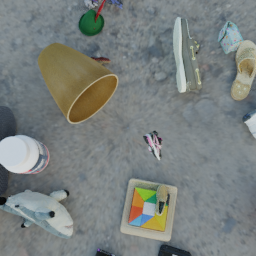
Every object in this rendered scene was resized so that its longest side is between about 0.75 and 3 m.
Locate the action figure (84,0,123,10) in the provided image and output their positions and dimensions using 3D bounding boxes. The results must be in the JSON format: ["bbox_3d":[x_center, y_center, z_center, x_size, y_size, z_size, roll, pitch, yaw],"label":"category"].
[{"bbox_3d":[-0.920,-5.106,10.315,1.865,0.976,1.804,33,88,-19],"label":"action figure"}]

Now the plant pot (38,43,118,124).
[{"bbox_3d":[-1.793,-1.641,8.978,2.067,2.067,2.218,-42,78,-7],"label":"plant pot"}]

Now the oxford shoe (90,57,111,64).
[{"bbox_3d":[-1.020,-2.346,9.972,0.808,0.285,0.302,2,124,-3],"label":"oxford shoe"}]

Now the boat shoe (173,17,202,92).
[{"bbox_3d":[2.045,-2.536,9.676,0.779,0.932,2.608,-4,86,-1],"label":"boat shoe"}]

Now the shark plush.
[{"bbox_3d":[-3.162,2.711,8.696,2.946,1.338,1.227,5,110,-4],"label":"shark plush"}]

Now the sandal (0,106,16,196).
[{"bbox_3d":[-4.364,0.698,9.036,0.632,1.123,2.953,-2,77,27],"label":"sandal"}]

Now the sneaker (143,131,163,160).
[{"bbox_3d":[0.782,0.467,7.563,0.422,0.978,0.393,-35,44,-10],"label":"sneaker"}]

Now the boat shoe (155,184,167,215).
[{"bbox_3d":[1.071,2.246,8.782,0.346,0.368,0.967,6,75,0],"label":"boat shoe"}]

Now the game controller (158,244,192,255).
[{"bbox_3d":[1.469,4.055,8.826,1.021,0.215,0.533,16,94,3],"label":"game controller"}]

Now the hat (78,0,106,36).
[{"bbox_3d":[-1.317,-3.995,9.873,0.949,1.009,1.146,23,80,4],"label":"hat"}]

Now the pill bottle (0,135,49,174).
[{"bbox_3d":[-3.189,0.821,8.536,1.122,1.877,1.122,0,80,0],"label":"pill bottle"}]

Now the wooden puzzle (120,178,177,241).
[{"bbox_3d":[0.687,2.621,8.997,1.623,0.327,1.754,11,80,2],"label":"wooden puzzle"}]

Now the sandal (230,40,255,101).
[{"bbox_3d":[4.159,-2.122,9.649,0.853,0.765,2.327,16,80,3],"label":"sandal"}]

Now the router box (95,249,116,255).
[{"bbox_3d":[-0.756,4.485,8.663,0.874,0.299,1.172,20,80,4],"label":"router box"}]

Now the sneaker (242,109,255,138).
[{"bbox_3d":[5.215,-0.402,9.354,2.651,0.988,1.155,-24,89,4],"label":"sneaker"}]

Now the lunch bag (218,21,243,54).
[{"bbox_3d":[3.548,-3.196,9.853,0.540,0.754,0.885,-23,80,-5],"label":"lunch bag"}]
